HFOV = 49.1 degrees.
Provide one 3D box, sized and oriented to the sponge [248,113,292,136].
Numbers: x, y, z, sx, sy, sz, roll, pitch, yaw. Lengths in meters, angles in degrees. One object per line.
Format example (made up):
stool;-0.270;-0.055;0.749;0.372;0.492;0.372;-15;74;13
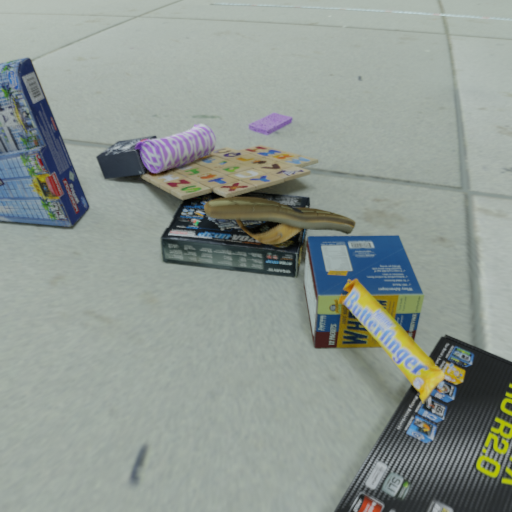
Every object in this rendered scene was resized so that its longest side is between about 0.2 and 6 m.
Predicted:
sponge;0.404;-3.634;15.373;0.652;0.174;1.169;25;43;30

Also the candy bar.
candy bar;1.672;1.009;7.160;0.214;0.482;1.933;1;35;-34

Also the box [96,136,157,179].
box;-2.882;-2.266;12.846;1.101;0.573;1.003;-3;31;22

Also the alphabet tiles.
alphabet tiles;-0.639;-1.901;12.178;3.150;0.120;3.785;-19;25;-24

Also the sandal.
sandal;0.401;-0.522;9.551;2.610;0.705;1.048;8;14;-11

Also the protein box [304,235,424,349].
protein box;1.598;0.525;8.764;1.540;1.047;1.551;-1;35;-1

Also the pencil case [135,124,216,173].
pencil case;-1.740;-2.464;12.604;0.808;0.793;1.889;51;43;7

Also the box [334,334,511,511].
box;2.704;2.570;6.145;2.707;0.748;3.379;22;41;28

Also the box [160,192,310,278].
box;-0.317;-0.526;10.643;2.523;0.580;2.005;6;36;8

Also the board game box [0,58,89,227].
board game box;-5.400;-1.951;11.082;3.144;3.146;0.970;-8;28;14
